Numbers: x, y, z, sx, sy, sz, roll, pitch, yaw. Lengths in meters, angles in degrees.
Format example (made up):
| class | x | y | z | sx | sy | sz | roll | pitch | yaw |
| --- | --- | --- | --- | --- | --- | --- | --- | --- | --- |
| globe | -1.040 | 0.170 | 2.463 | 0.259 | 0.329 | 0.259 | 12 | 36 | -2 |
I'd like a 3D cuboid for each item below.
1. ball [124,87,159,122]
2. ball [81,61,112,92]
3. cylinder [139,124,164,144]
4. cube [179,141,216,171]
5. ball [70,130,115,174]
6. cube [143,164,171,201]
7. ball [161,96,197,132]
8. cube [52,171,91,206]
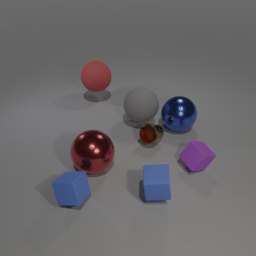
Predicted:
| class | x | y | z | sx | sy | sz | roll | pitch | yaw |
| --- | --- | --- | --- | --- | --- | --- | --- | --- | --- |
| ball | 0.527 | -0.925 | 11.087 | 1.400 | 1.400 | 1.400 | 0 | 33 | 0 |
| ball | -1.444 | -2.337 | 12.720 | 1.400 | 1.400 | 1.400 | 0 | 33 | 0 |
| cylinder | 0.864 | 0.206 | 10.214 | 0.700 | 0.700 | 0.700 | 17 | 11 | 25 |
| cube | 2.232 | 0.900 | 9.011 | 0.700 | 0.700 | 0.700 | 5 | 37 | -43 |
| ball | -1.123 | 0.752 | 8.910 | 1.400 | 1.400 | 1.400 | 0 | 33 | 0 |
| cube | 0.799 | 1.488 | 7.679 | 0.700 | 0.700 | 0.700 | -4 | 38 | 8 |
| ball | 1.998 | -0.554 | 10.984 | 1.400 | 1.400 | 1.400 | 0 | 33 | 0 |
| cube | -1.556 | 1.666 | 7.769 | 0.700 | 0.700 | 0.700 | -5 | 16 | 23 |
